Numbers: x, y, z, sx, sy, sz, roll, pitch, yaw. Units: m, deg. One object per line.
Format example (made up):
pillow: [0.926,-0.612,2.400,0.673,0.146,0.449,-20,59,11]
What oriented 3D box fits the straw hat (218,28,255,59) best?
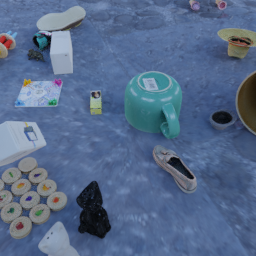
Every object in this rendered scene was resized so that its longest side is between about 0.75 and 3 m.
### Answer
straw hat: [4.808,-3.529,12.168,2.190,0.927,2.190,2,37,-1]

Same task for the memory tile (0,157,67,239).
memory tile: [-2.759,1.756,7.514,1.607,0.176,2.097,-33,54,-28]

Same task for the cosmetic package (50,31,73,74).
cosmetic package: [-2.771,-3.205,11.816,0.798,1.012,1.881,-5,44,-5]

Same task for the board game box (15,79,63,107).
board game box: [-3.342,-1.360,10.567,1.514,0.196,1.514,-1,45,-1]

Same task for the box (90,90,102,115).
box: [-1.156,-0.935,10.101,0.395,0.263,1.049,-5,46,-4]

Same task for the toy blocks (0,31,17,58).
toy blocks: [-6.074,-3.677,12.412,1.874,0.817,2.249,8,46,7]

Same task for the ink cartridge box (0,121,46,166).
ink cartridge box: [-2.814,0.413,6.512,1.209,1.664,0.728,-26,88,3]

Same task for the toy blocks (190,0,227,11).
toy blocks: [4.552,-7.516,15.192,2.075,2.220,1.869,-2,40,-2]

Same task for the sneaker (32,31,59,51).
sneaker: [-3.601,-3.971,12.710,1.829,0.765,1.104,9,41,20]

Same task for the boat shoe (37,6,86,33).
boat shoe: [-3.321,-5.268,13.997,2.650,0.789,0.952,-35,85,-28]

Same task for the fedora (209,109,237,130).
fedora: [3.122,-0.231,9.314,0.873,0.394,0.772,-25,49,-17]

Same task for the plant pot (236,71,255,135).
plant pot: [5.205,-1.265,9.070,2.511,2.511,2.694,28,44,25]

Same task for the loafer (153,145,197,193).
loafer: [1.345,1.028,7.958,0.637,0.557,1.772,-23,50,-21]

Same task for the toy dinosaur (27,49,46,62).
toy dinosaur: [-4.025,-3.197,12.222,1.109,0.427,0.567,14,53,17]

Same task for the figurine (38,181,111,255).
figurine: [-1.118,2.187,5.993,0.766,1.736,1.780,24,51,22]

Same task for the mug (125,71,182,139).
mug: [0.994,-0.911,9.252,2.303,1.424,1.893,25,51,23]
